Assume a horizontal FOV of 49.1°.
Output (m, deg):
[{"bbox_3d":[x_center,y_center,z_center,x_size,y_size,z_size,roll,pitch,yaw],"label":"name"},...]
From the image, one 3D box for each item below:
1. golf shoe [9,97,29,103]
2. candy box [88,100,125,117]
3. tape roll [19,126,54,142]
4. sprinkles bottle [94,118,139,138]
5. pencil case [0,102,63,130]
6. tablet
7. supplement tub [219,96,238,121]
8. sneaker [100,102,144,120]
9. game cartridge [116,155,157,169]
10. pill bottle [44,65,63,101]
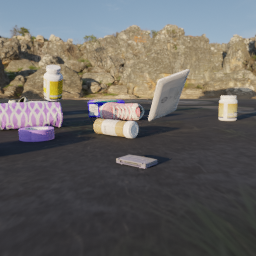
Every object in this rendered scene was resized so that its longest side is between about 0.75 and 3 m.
[{"bbox_3d":[-4.557,-0.814,13.076,1.014,1.259,2.589,0,6,18],"label":"golf shoe"},{"bbox_3d":[-1.303,-1.233,17.034,2.131,0.971,2.521,-2,7,-5],"label":"candy box"},{"bbox_3d":[-2.949,0.183,9.061,1.081,0.355,1.081,0,7,0],"label":"tape roll"},{"bbox_3d":[-0.433,-0.008,9.511,1.638,0.559,0.559,7,10,39],"label":"sprinkles bottle"},{"bbox_3d":[-3.987,-0.453,11.302,2.685,1.127,1.148,-2,-33,-21],"label":"pencil case"},{"bbox_3d":[1.808,-1.406,12.628,1.701,2.615,0.179,-23,57,-24],"label":"tablet"},{"bbox_3d":[5.186,-1.033,14.502,0.914,1.266,0.914,0,8,0],"label":"supplement tub"},{"bbox_3d":[-0.187,-0.863,14.376,1.316,0.947,2.517,0,2,43],"label":"sneaker"},{"bbox_3d":[0.193,0.718,6.012,0.761,0.146,0.493,6,6,38],"label":"game cartridge"},{"bbox_3d":[-3.409,-2.056,12.795,0.846,1.510,0.846,7,30,-4],"label":"pill bottle"}]
